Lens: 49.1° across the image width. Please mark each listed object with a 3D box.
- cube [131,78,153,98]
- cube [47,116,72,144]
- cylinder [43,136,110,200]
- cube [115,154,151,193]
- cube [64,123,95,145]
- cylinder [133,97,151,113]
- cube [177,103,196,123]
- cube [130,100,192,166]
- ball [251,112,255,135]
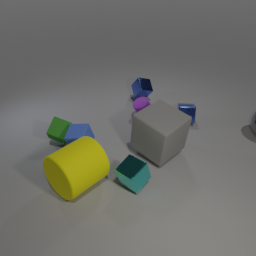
[{"bbox_3d":[0.677,-1.920,13.499,0.700,0.700,0.700,1,65,-31],"label":"cube"},{"bbox_3d":[-2.483,0.093,10.249,0.700,0.700,0.700,21,72,-3],"label":"cube"},{"bbox_3d":[-1.502,1.145,8.196,1.400,1.400,1.400,25,41,35],"label":"cylinder"},{"bbox_3d":[0.157,1.340,8.247,0.700,0.700,0.700,23,57,37],"label":"cube"},{"bbox_3d":[-1.641,0.333,9.578,0.700,0.700,0.700,-2,46,17],"label":"cube"},{"bbox_3d":[0.647,-0.860,11.998,0.700,0.700,0.700,-17,45,17],"label":"cylinder"},{"bbox_3d":[2.439,-0.629,11.783,0.700,0.700,0.700,3,16,4],"label":"cube"},{"bbox_3d":[1.075,0.135,9.446,1.400,1.400,1.400,34,48,30],"label":"cube"},{"bbox_3d":[5.347,-0.170,10.456,1.400,1.400,1.400,0,31,0],"label":"ball"}]
